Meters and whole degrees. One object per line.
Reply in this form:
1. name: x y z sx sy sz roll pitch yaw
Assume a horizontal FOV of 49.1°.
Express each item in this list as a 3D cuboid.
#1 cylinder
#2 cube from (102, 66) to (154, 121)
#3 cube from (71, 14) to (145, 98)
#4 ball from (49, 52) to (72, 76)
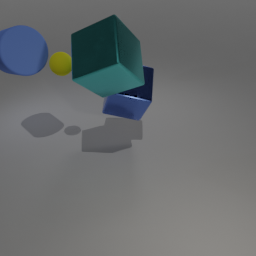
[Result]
1. cylinder: -3.338 -2.322 8.512 1.400 1.400 1.400 -22 24 -32
2. cube: -0.014 -1.272 9.651 1.400 1.400 1.400 11 63 -11
3. cube: -0.529 -1.818 7.446 1.400 1.400 1.400 -14 -19 26
4. ball: -1.982 -1.902 8.319 0.700 0.700 0.700 0 31 0
